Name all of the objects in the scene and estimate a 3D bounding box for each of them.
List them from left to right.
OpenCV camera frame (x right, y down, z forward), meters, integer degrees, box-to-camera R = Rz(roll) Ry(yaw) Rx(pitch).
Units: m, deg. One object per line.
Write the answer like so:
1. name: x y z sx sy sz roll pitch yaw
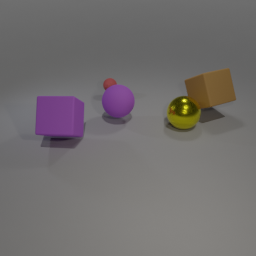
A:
1. cube: -2.515 -0.395 10.546 1.400 1.400 1.400 1 -4 6
2. ball: -0.907 -2.168 14.163 0.700 0.700 0.700 0 30 0
3. ball: -0.414 -1.144 11.932 1.400 1.400 1.400 0 30 0
4. ball: 2.313 -0.639 11.647 1.400 1.400 1.400 0 30 0
5. cube: 3.529 -1.651 12.099 1.400 1.400 1.400 -15 3 -22
